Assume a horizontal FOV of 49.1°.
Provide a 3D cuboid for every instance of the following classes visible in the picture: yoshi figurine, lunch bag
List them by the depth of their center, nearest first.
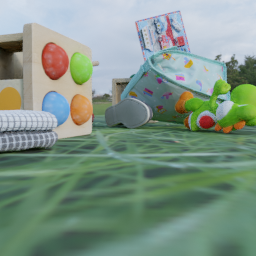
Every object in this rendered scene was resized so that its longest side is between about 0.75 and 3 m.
[{"bbox_3d":[2.307,-0.522,6.851,1.277,1.272,2.272,1,4,-31],"label":"yoshi figurine"},{"bbox_3d":[1.328,-1.249,8.725,2.706,1.650,2.305,10,-24,-20],"label":"lunch bag"}]

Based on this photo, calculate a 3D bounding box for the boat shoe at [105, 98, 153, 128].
[{"bbox_3d":[0.119,-0.449,8.719,0.779,0.903,2.485,-5,1,-30],"label":"boat shoe"}]

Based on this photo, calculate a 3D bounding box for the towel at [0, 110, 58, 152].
[{"bbox_3d":[-1.591,0.040,3.547,1.169,0.500,0.968,5,7,43],"label":"towel"}]

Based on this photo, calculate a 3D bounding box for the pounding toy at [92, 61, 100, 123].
[{"bbox_3d":[-1.677,-0.932,9.360,1.182,2.548,1.967,38,27,25],"label":"pounding toy"}]

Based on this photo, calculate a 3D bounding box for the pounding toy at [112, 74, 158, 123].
[{"bbox_3d":[0.603,-1.560,13.282,2.370,2.574,1.830,1,3,12],"label":"pounding toy"}]

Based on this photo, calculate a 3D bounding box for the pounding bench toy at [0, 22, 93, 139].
[{"bbox_3d":[-1.740,-0.793,5.984,2.336,1.860,2.994,1,3,21],"label":"pounding bench toy"}]

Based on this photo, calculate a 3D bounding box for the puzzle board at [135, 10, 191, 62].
[{"bbox_3d":[1.511,-3.395,11.508,1.927,2.557,0.223,-14,-2,0],"label":"puzzle board"}]
